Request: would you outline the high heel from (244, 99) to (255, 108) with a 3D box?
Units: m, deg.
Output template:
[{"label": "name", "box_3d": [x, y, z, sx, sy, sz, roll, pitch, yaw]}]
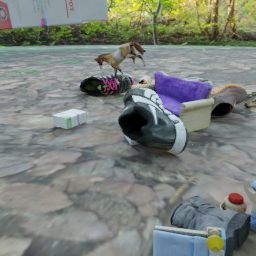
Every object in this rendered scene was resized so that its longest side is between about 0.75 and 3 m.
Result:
[{"label": "high heel", "box_3d": [4.828, -0.934, 10.447, 0.924, 0.330, 0.659, -10, 9, 23]}]

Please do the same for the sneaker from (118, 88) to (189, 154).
[{"label": "sneaker", "box_3d": [0.284, -0.375, 7.281, 1.348, 0.990, 2.979, 5, 27, -26]}]

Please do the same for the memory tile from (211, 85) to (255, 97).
[{"label": "memory tile", "box_3d": [4.462, -1.554, 12.425, 2.402, 0.202, 1.841, -18, 27, -41]}]

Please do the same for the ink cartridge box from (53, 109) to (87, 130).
[{"label": "ink cartridge box", "box_3d": [-1.795, -0.289, 8.686, 0.625, 0.361, 0.859, 13, 24, 33]}]

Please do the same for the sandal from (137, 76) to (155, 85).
[{"label": "sandal", "box_3d": [0.988, -2.475, 14.546, 0.632, 0.472, 1.649, 11, 23, 27]}]

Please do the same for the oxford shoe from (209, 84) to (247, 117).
[{"label": "oxford shoe", "box_3d": [3.343, -0.820, 9.712, 2.704, 0.964, 0.986, -16, 46, -30]}]

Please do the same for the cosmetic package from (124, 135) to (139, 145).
[{"label": "cosmetic package", "box_3d": [0.414, 0.189, 7.580, 0.904, 0.234, 0.682, -6, 23, -15]}]

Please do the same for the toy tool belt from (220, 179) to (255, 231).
[{"label": "toy tool belt", "box_3d": [2.146, 1.085, 4.051, 0.955, 0.940, 1.530, -18, 27, -40]}]

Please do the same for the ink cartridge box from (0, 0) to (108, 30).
[{"label": "ink cartridge box", "box_3d": [-1.818, -3.211, 6.466, 2.793, 1.627, 0.943, -1, 22, 7]}]

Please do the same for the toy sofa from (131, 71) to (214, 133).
[{"label": "toy sofa", "box_3d": [1.295, -0.947, 9.026, 1.183, 1.394, 2.856, -12, 24, -29]}]

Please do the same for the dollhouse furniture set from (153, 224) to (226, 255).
[{"label": "dollhouse furniture set", "box_3d": [0.383, 1.493, 2.703, 1.041, 1.103, 0.720, 4, 20, 12]}]

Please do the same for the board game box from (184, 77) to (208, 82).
[{"label": "board game box", "box_3d": [3.456, -2.409, 14.606, 1.128, 0.320, 0.932, -13, 22, -31]}]

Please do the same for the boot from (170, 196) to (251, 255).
[{"label": "boot", "box_3d": [0.975, 1.452, 3.866, 0.977, 0.518, 1.485, 11, 13, 40]}]

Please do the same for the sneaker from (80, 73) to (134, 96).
[{"label": "sneaker", "box_3d": [-1.011, -1.848, 12.228, 2.526, 0.932, 1.105, 2, 20, 17]}]

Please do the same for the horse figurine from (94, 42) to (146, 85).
[{"label": "horse figurine", "box_3d": [-0.114, -1.587, 6.472, 1.260, 0.835, 0.315, -31, -4, 32]}]

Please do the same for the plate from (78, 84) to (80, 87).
[{"label": "plate", "box_3d": [-1.561, -2.171, 14.043, 1.540, 0.250, 1.544, 3, 20, 5]}]
